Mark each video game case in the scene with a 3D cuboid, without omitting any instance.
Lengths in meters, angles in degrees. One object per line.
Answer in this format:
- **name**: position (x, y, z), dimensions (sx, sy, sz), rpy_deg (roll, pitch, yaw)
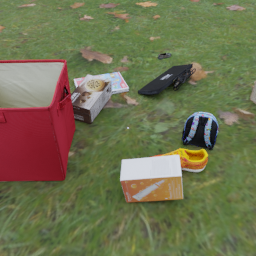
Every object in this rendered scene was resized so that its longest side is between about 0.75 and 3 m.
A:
- **video game case**: position (-1.132, -1.793, 11.639), dimensions (2.013, 0.176, 1.439), rpy_deg (-12, 41, -14)

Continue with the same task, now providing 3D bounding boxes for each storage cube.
- **storage cube**: position (-2.941, -0.213, 7.859), dimensions (2.854, 2.565, 2.439), rpy_deg (0, 39, -2)

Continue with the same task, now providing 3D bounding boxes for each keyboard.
- **keyboard**: position (1.780, -1.915, 11.717), dimensions (1.488, 0.566, 2.858), rpy_deg (5, 35, 44)

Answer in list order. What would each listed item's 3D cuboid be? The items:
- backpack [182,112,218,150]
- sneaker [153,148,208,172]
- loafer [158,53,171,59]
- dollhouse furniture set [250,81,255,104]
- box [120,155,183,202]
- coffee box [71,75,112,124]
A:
- **backpack**: position (2.270, -0.022, 8.706), dimensions (1.076, 1.178, 0.793), rpy_deg (11, 41, 15)
- **sneaker**: position (1.306, 0.876, 7.982), dimensions (1.927, 0.743, 0.703), rpy_deg (-7, 41, -6)
- **loafer**: position (1.816, -3.577, 13.739), dimensions (0.788, 0.248, 0.283), rpy_deg (-21, 44, -23)
- **dollhouse furniture set**: position (5.971, -1.518, 10.577), dimensions (2.271, 1.109, 1.937), rpy_deg (-12, 41, -14)
- **box**: position (0.614, 1.289, 7.066), dimensions (1.462, 0.909, 0.712), rpy_deg (-6, 39, 9)
- **coffee box**: position (-1.411, -1.078, 10.201), dimensions (1.021, 0.721, 1.807), rpy_deg (17, 48, 16)
